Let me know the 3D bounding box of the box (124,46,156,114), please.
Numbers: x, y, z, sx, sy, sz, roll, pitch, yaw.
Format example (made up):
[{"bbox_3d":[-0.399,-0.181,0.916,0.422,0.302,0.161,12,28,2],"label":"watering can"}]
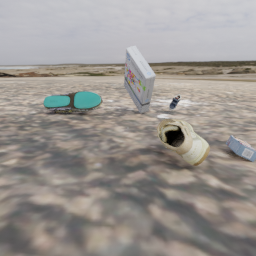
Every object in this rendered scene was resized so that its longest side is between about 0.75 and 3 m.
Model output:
[{"bbox_3d":[0.396,-1.818,10.880,0.436,2.117,1.651,-20,62,-17],"label":"box"}]

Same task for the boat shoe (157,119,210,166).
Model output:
[{"bbox_3d":[0.990,0.140,5.990,0.645,0.716,1.985,32,9,-20],"label":"boat shoe"}]

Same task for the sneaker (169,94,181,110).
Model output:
[{"bbox_3d":[1.975,-1.105,11.770,0.321,0.325,0.819,27,58,16],"label":"sneaker"}]

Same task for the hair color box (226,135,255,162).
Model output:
[{"bbox_3d":[2.475,0.432,6.112,0.403,0.247,0.813,25,13,-2],"label":"hair color box"}]

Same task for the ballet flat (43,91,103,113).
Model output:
[{"bbox_3d":[-2.137,-1.002,11.347,2.491,0.896,0.896,0,12,12],"label":"ballet flat"}]
